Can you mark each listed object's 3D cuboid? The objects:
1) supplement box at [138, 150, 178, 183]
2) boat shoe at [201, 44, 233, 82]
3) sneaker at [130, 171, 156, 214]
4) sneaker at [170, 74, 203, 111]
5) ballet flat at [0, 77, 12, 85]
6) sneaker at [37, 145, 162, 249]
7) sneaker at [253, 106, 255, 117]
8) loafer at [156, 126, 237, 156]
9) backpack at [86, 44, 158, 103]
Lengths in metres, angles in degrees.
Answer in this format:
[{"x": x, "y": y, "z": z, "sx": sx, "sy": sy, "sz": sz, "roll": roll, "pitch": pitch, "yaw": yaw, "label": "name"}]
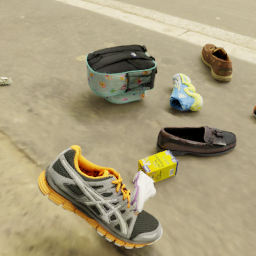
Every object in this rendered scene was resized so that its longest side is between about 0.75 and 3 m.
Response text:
[{"x": 0.811, "y": 1.078, "z": 7.636, "sx": 0.965, "sy": 0.528, "sz": 0.525, "roll": -18, "pitch": 43, "yaw": -19, "label": "supplement box"}, {"x": 3.956, "y": -3.111, "z": 12.296, "sx": 1.012, "sy": 0.949, "sz": 2.811, "roll": -2, "pitch": 40, "yaw": -2, "label": "boat shoe"}, {"x": 0.299, "y": 1.156, "z": 4.981, "sx": 0.471, "sy": 0.354, "sz": 0.945, "roll": 31, "pitch": 31, "yaw": -9, "label": "sneaker"}, {"x": 1.887, "y": -1.334, "z": 10.341, "sx": 1.046, "sy": 0.754, "sz": 1.992, "roll": -13, "pitch": 43, "yaw": -15, "label": "sneaker"}, {"x": -5.225, "y": -1.900, "z": 11.361, "sx": 0.983, "sy": 0.306, "sz": 0.331, "roll": -10, "pitch": 41, "yaw": -11, "label": "ballet flat"}, {"x": -0.400, "y": 1.435, "z": 5.759, "sx": 2.844, "sy": 1.098, "sz": 1.113, "roll": 33, "pitch": 10, "yaw": -11, "label": "sneaker"}, {"x": 4.838, "y": -0.508, "z": 9.429, "sx": 1.167, "sy": 0.654, "sz": 0.453, "roll": 24, "pitch": 46, "yaw": 26, "label": "sneaker"}, {"x": 2.094, "y": 0.310, "z": 8.353, "sx": 2.475, "sy": 0.779, "sz": 0.890, "roll": -3, "pitch": 40, "yaw": -4, "label": "loafer"}, {"x": -0.368, "y": -1.990, "z": 10.277, "sx": 2.356, "sy": 1.806, "sz": 2.072, "roll": -6, "pitch": 44, "yaw": -19, "label": "backpack"}]
